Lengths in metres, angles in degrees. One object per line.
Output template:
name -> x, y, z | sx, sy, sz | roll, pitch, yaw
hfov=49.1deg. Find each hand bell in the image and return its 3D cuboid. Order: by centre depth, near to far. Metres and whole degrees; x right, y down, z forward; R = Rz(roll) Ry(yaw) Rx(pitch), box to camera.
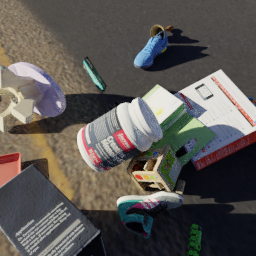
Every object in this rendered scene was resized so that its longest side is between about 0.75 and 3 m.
hand bell -> 1.985, -5.229, 15.011 | 0.853, 0.853, 1.638 | 28, 41, 23

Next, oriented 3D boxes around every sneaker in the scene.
sneaker -> 0.658, 2.437, 7.818 | 1.925, 0.805, 1.162 | -7, 43, 4
sneaker -> 1.092, -3.805, 13.387 | 0.857, 1.019, 2.600 | 28, 55, 20

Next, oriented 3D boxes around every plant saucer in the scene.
plant saucer -> -4.274, 1.732, 8.802 | 1.863, 0.342, 1.859 | -12, 49, -9

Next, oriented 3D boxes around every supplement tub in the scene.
supplement tub -> -0.252, 0.221, 8.406 | 2.209, 1.550, 1.550 | -30, 46, 19

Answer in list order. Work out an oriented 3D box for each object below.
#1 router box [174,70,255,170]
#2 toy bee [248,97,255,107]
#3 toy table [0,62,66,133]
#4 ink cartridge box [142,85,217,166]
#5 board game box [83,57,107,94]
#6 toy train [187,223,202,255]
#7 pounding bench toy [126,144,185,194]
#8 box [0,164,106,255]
router box -> 2.877, -0.391, 9.846 | 2.637, 0.718, 2.939 | -28, 50, 5
toy bee -> 4.657, -0.893, 11.062 | 1.312, 0.713, 0.859 | 33, 43, -4
toy table -> -3.901, -1.200, 10.152 | 2.873, 2.641, 1.682 | 21, 36, 26
ink cartridge box -> 1.219, -0.044, 9.521 | 2.051, 0.676, 2.818 | -42, 48, -4
board game box -> -1.294, -2.010, 10.824 | 0.190, 0.911, 1.346 | -33, 89, -13
toy train -> 1.816, 3.149, 7.601 | 0.321, 0.237, 1.137 | 19, 50, 3
pounding bench toy -> 0.899, 1.445, 8.687 | 1.257, 1.612, 1.001 | -8, 39, 40
box -> -1.839, 2.572, 6.651 | 2.426, 2.386, 1.424 | 35, 58, 28
